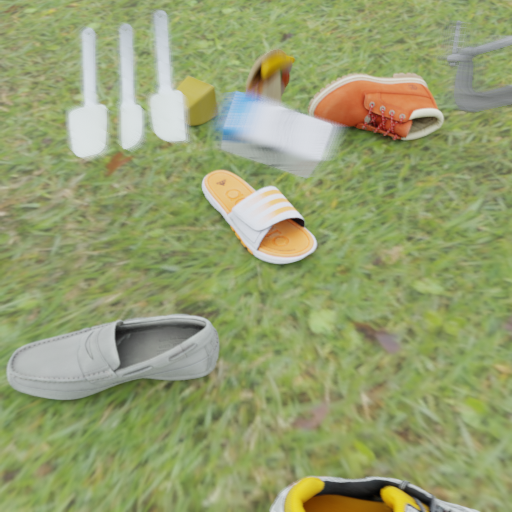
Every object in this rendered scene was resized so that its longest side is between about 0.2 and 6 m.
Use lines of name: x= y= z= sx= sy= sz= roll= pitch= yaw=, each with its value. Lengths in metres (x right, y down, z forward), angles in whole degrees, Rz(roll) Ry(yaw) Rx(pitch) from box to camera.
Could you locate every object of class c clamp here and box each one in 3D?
c clamp: x=3.479 y=-2.862 z=8.104 sx=0.241 sy=1.517 sz=1.776 roll=10 pitch=1 yaw=-35

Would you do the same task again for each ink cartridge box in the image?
ink cartridge box: x=0.226 y=-1.490 z=7.053 sx=1.233 sy=0.892 sz=0.519 roll=18 pitch=83 yaw=-3

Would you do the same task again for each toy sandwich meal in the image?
toy sandwich meal: x=0.297 y=-3.177 z=10.512 sx=0.481 sy=1.404 sz=1.404 roll=33 pitch=56 yaw=25

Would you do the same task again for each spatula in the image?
spatula: x=-2.168 y=-2.888 z=9.225 sx=1.837 sy=0.212 sz=2.642 roll=-10 pitch=70 yaw=6

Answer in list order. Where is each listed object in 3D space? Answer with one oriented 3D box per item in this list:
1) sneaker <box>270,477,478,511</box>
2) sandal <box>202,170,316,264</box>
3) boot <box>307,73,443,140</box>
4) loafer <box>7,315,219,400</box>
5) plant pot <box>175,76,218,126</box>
sneaker: x=1.822 y=3.310 z=6.217 sx=3.464 sy=1.423 sz=1.348 roll=7 pitch=49 yaw=5
sandal: x=-0.097 y=-0.953 z=10.452 sx=1.126 sy=0.842 sz=2.938 roll=-31 pitch=55 yaw=-25
boot: x=2.669 y=-3.186 z=12.373 sx=2.931 sy=1.100 sz=1.571 roll=-10 pitch=54 yaw=-10
loafer: x=-2.092 y=1.368 z=8.198 sx=3.079 sy=1.075 sz=1.077 roll=-8 pitch=48 yaw=-7
plant pot: x=-1.465 y=-3.442 z=12.783 sx=0.803 sy=0.808 sz=0.827 roll=29 pitch=61 yaw=24
